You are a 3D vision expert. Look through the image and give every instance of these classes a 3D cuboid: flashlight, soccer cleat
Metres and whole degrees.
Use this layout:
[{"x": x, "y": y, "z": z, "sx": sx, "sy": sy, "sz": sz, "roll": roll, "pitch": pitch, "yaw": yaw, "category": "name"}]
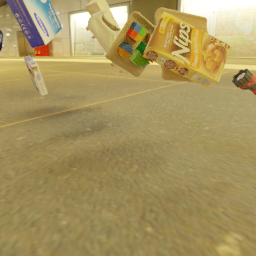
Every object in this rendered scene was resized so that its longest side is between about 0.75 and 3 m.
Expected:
[{"x": 2.551, "y": -0.691, "z": 5.542, "sx": 0.373, "sy": 1.101, "sz": 0.374, "roll": -32, "pitch": 25, "yaw": 46, "category": "flashlight"}, {"x": -0.541, "y": -3.347, "z": 11.172, "sx": 1.054, "sy": 2.716, "sz": 0.941, "roll": -28, "pitch": 26, "yaw": 24, "category": "soccer cleat"}]

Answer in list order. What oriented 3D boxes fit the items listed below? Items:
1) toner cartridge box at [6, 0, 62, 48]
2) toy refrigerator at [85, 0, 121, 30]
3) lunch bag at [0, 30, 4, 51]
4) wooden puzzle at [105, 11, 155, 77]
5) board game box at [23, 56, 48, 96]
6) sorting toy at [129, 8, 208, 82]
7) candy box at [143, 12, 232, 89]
[{"x": -2.121, "y": -2.785, "z": 5.866, "sx": 0.417, "sy": 1.930, "sz": 0.917, "roll": -3, "pitch": 41, "yaw": 22, "category": "toner cartridge box"}, {"x": -0.941, "y": -4.458, "z": 11.680, "sx": 0.680, "sy": 1.791, "sz": 0.627, "roll": 0, "pitch": 46, "yaw": 40, "category": "toy refrigerator"}, {"x": -3.980, "y": -2.183, "z": 7.634, "sx": 0.972, "sy": 0.708, "sz": 1.144, "roll": -20, "pitch": 33, "yaw": 34, "category": "lunch bag"}, {"x": 0.302, "y": -2.518, "z": 8.751, "sx": 1.513, "sy": 1.633, "sz": 0.378, "roll": 24, "pitch": 18, "yaw": -42, "category": "wooden puzzle"}, {"x": -2.201, "y": -1.253, "z": 6.673, "sx": 0.157, "sy": 0.765, "sz": 0.763, "roll": -26, "pitch": 37, "yaw": -20, "category": "board game box"}, {"x": 1.177, "y": -2.199, "z": 7.520, "sx": 2.587, "sy": 1.912, "sz": 0.381, "roll": -1, "pitch": -7, "yaw": -26, "category": "sorting toy"}, {"x": 1.442, "y": -1.870, "z": 6.812, "sx": 1.890, "sy": 1.091, "sz": 0.523, "roll": 25, "pitch": -17, "yaw": -5, "category": "candy box"}]
